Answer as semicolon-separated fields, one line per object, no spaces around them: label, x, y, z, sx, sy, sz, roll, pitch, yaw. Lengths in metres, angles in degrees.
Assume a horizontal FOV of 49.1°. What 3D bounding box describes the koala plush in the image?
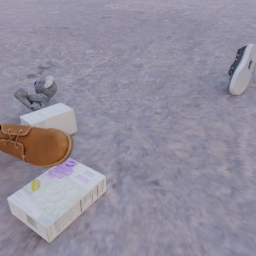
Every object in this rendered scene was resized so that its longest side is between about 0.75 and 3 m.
koala plush;-2.550;-1.016;8.413;1.068;1.031;1.162;35;80;2

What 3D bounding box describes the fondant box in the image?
fondant box;-1.384;1.343;5.673;1.154;0.466;1.599;21;37;29

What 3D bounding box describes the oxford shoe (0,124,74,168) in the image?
oxford shoe;-2.310;0.328;6.158;2.521;0.899;0.898;4;-14;30

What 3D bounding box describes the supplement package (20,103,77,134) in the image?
supplement package;-2.124;-0.099;7.585;1.246;0.731;0.729;-25;33;-33

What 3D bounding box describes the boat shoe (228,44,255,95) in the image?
boat shoe;4.117;-2.138;10.339;0.654;0.793;2.312;5;57;48
